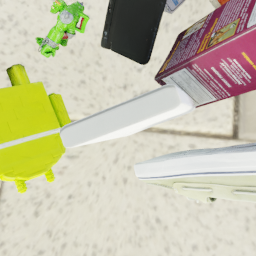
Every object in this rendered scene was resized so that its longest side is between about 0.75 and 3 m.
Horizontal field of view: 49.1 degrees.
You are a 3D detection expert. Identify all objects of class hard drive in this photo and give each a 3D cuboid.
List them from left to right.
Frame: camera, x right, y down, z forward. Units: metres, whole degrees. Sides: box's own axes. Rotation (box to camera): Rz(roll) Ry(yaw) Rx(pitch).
[{"bbox_3d":[0.220,-0.174,4.711,1.665,2.524,0.337,-21,87,17],"label":"hard drive"}]

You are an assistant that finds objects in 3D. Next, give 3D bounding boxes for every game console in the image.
[{"bbox_3d":[0.165,-2.395,5.495,1.065,1.610,1.830,15,118,-1],"label":"game console"}]

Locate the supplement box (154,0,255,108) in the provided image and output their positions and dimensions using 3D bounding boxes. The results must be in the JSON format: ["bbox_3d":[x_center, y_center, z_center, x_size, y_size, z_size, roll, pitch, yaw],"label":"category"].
[{"bbox_3d":[1.961,-1.499,5.274,1.171,2.734,1.509,39,63,-20],"label":"supplement box"}]

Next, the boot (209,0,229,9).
[{"bbox_3d":[2.810,-2.424,5.890,2.415,1.295,0.906,28,51,-28],"label":"boot"}]

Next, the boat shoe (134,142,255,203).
[{"bbox_3d":[1.234,0.815,4.645,1.014,2.818,0.874,-10,88,-46],"label":"boat shoe"}]

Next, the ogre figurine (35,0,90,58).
[{"bbox_3d":[-1.384,-2.242,6.161,0.824,1.680,1.007,44,121,1],"label":"ogre figurine"}]

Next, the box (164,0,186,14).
[{"bbox_3d":[1.277,-3.494,5.983,2.083,1.215,0.626,-45,124,5],"label":"box"}]

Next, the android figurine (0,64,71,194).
[{"bbox_3d":[-2.117,-0.009,5.345,2.218,0.500,2.437,-20,84,-35],"label":"android figurine"}]
